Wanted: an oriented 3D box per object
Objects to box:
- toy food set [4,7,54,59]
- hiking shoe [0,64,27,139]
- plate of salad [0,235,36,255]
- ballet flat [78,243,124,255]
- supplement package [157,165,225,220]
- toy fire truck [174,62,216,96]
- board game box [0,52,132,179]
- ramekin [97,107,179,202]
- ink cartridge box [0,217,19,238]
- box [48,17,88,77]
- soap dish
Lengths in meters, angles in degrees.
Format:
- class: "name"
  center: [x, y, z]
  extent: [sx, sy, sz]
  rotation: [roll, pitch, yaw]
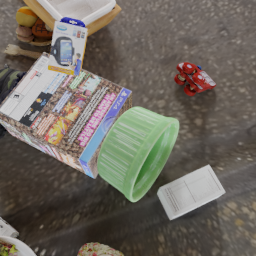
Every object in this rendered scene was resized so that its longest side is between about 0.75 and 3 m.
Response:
- class: "toy food set"
  center: [-2.800, -3.349, 8.940]
  extent: [1.736, 0.505, 2.515]
  rotation: [13, 66, 6]
- class: "hiking shoe"
  center: [-3.786, -0.512, 7.506]
  extent: [1.408, 1.059, 2.796]
  rotation: [25, 66, 30]
- class: "plate of salad"
  center: [-2.783, 3.278, 5.670]
  extent: [2.081, 0.500, 2.081]
  rotation: [1, 82, -6]
- class: "ballet flat"
  center: [-0.126, 3.167, 5.838]
  extent: [2.251, 0.720, 0.851]
  rotation: [32, 68, 14]
- class: "supplement package"
  center: [1.442, 1.524, 6.586]
  extent: [1.307, 0.716, 0.743]
  rotation: [-22, 67, -10]
- class: "toy fire truck"
  center: [1.937, -1.480, 8.109]
  extent: [0.912, 0.609, 1.086]
  rotation: [-22, 66, -36]
- class: "board game box"
  center: [-1.509, -0.336, 7.129]
  extent: [2.624, 1.270, 2.092]
  rotation: [26, 68, 11]
- class: "ramekin"
  center: [0.225, 0.525, 6.367]
  extent: [1.009, 2.066, 2.066]
  rotation: [28, 68, 20]
- class: "ink cartridge box"
  center: [-3.113, 2.383, 6.367]
  extent: [0.950, 0.396, 0.690]
  rotation: [33, 70, 14]
- class: "box"
  center: [-1.312, -1.800, 6.178]
  extent: [0.715, 0.249, 1.200]
  rotation: [11, 106, -8]
- class: "soap dish"
  center: [-1.851, -3.878, 8.605]
  extent: [2.633, 1.069, 2.072]
  rotation: [45, 66, 9]
